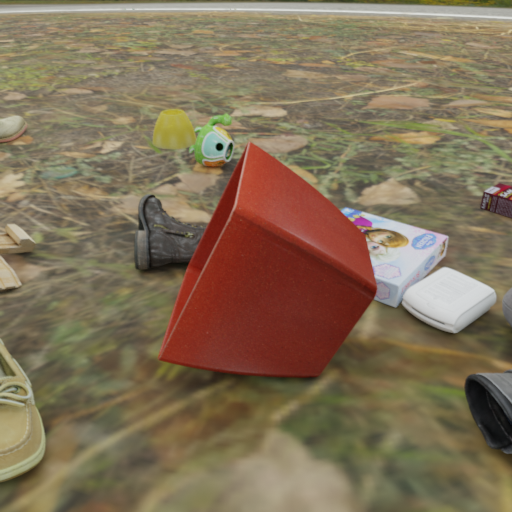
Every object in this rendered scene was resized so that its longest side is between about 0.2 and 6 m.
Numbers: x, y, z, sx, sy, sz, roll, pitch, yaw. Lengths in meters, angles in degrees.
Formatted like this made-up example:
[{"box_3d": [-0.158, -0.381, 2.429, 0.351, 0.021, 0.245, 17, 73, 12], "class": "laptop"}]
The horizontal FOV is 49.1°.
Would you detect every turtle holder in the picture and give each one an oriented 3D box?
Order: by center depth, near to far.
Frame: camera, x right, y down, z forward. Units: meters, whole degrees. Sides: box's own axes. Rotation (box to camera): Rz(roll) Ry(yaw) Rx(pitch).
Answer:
[{"box_3d": [-0.836, -2.379, 11.791, 0.756, 0.809, 1.064, 19, 68, 21], "class": "turtle holder"}]

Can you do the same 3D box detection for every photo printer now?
[{"box_3d": [2.442, 0.576, 7.183, 1.005, 0.349, 0.836, -24, 38, -35], "class": "photo printer"}]

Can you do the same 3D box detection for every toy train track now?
[{"box_3d": [-4.187, -0.264, 7.223, 1.840, 0.522, 3.208, 40, 20, 18], "class": "toy train track"}]

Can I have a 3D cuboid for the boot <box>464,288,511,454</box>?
[{"box_3d": [2.861, 1.130, 5.655, 1.754, 0.930, 2.665, -8, 28, -11], "class": "boot"}]

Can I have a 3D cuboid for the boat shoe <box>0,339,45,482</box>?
[{"box_3d": [-2.723, 1.273, 5.569, 0.832, 0.718, 2.281, -16, 33, -26], "class": "boat shoe"}]

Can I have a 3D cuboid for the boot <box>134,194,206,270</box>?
[{"box_3d": [-0.981, -0.316, 8.592, 1.655, 0.658, 1.901, -1, 37, -7], "class": "boot"}]

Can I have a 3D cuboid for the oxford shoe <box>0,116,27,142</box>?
[{"box_3d": [-6.243, -3.061, 13.213, 0.724, 0.755, 2.045, 11, 31, 19], "class": "oxford shoe"}]

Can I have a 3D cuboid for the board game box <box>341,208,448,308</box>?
[{"box_3d": [1.653, -0.065, 8.299, 1.775, 0.366, 1.779, 20, 35, 31], "class": "board game box"}]

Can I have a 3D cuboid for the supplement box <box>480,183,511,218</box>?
[{"box_3d": [4.630, -0.895, 9.788, 0.635, 0.355, 1.167, -25, 37, -37], "class": "supplement box"}]

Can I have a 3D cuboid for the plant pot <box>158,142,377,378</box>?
[{"box_3d": [0.212, 0.221, 6.244, 1.728, 1.961, 1.960, 25, 28, -9], "class": "plant pot"}]

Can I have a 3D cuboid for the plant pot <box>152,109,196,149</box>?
[{"box_3d": [-1.937, -3.022, 13.168, 1.041, 0.739, 1.041, 0, 29, 0], "class": "plant pot"}]
